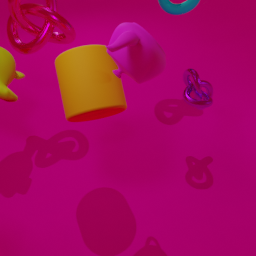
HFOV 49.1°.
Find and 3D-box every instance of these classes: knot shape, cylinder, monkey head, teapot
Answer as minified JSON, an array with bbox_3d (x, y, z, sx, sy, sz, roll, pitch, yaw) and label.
[{"bbox_3d":[-2.168,-2.662,7.159,1.741,1.861,0.860,21,37,-18],"label":"knot shape"},{"bbox_3d":[-0.729,-0.834,5.552,1.212,1.212,1.212,-11,85,-13],"label":"cylinder"},{"bbox_3d":[-3.040,-1.294,6.590,1.389,1.930,1.163,25,81,16],"label":"monkey head"},{"bbox_3d":[1.540,-4.563,8.405,1.872,2.000,0.924,-45,16,-25],"label":"knot shape"},{"bbox_3d":[1.760,-0.863,6.884,0.523,1.060,1.133,-29,57,32],"label":"knot shape"},{"bbox_3d":[0.067,-1.112,4.350,0.781,1.595,0.992,-45,76,5],"label":"teapot"}]
